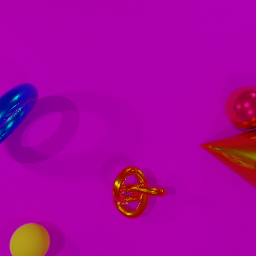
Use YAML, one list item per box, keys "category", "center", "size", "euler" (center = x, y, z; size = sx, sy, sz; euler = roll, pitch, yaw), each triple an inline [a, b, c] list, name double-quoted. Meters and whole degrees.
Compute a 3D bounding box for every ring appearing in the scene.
- category: "ring"
  center: [-2.681, -0.157, 6.007]
  size: [0.404, 2.018, 2.018]
  euler: [41, 88, -9]

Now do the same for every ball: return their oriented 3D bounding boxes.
- category: "ball"
  center: [-2.246, 2.643, 6.436]
  size: [0.860, 0.860, 0.860]
  euler: [0, 87, 0]
- category: "ball"
  center: [2.769, -0.471, 6.480]
  size: [1.015, 1.015, 1.015]
  euler: [0, 87, 0]

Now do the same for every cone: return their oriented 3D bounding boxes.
- category: "cone"
  center: [2.443, 0.554, 6.605]
  size: [1.541, 1.535, 1.535]
  euler: [11, 87, 27]

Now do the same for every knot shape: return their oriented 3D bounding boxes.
- category: "knot shape"
  center: [0.124, 1.570, 6.505]
  size: [1.366, 0.631, 1.278]
  euler: [23, 121, -21]
